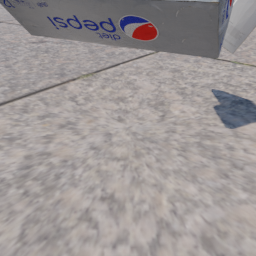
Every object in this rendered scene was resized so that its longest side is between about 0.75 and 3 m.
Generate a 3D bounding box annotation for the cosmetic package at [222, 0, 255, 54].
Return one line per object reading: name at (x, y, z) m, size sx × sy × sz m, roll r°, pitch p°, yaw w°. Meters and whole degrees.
cosmetic package at (3.204, -3.118, 7.356) m, size 0.868 × 2.045 × 1.100 m, roll 40°, pitch 60°, yaw 6°

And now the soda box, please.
soda box at (-0.177, -1.355, 2.839) m, size 2.348 × 0.801 × 0.745 m, roll 13°, pitch 77°, yaw 22°
